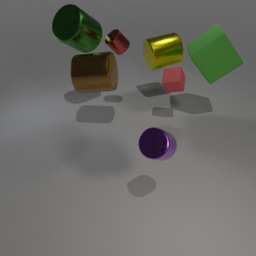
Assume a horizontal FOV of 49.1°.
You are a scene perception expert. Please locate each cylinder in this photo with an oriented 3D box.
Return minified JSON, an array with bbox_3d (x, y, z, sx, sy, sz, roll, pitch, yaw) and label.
[{"bbox_3d":[0.683,0.374,6.350,0.700,0.700,0.700,18,-1,26],"label":"cylinder"},{"bbox_3d":[1.547,-3.405,12.505,1.400,1.400,1.400,-17,35,-10],"label":"cylinder"},{"bbox_3d":[-0.407,-3.291,10.747,0.700,0.700,0.700,-25,48,30],"label":"cylinder"},{"bbox_3d":[-1.193,-2.012,10.220,1.400,1.400,1.400,-2,31,12],"label":"cylinder"},{"bbox_3d":[-1.924,-3.767,10.749,1.400,1.400,1.400,19,5,28],"label":"cylinder"}]

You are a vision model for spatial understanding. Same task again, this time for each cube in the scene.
[{"bbox_3d":[1.770,-1.853,10.787,0.700,0.700,0.700,-2,61,26],"label":"cube"},{"bbox_3d":[3.283,-2.830,10.707,1.400,1.400,1.400,-33,24,25],"label":"cube"}]
